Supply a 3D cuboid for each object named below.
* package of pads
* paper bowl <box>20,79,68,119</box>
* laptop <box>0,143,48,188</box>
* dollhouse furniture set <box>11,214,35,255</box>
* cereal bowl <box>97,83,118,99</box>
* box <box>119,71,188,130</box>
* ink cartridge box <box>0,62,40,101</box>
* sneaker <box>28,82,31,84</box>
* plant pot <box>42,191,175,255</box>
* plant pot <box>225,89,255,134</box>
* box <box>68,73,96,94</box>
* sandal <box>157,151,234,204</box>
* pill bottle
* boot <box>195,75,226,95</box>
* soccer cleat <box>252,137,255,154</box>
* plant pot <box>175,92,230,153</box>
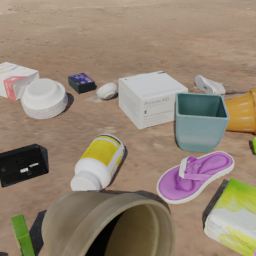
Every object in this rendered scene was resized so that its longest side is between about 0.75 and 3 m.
[{"bbox_3d":[3.222,2.362,6.766,2.293,0.782,1.772,21,38,30],"label":"package of pads"},{"bbox_3d":[-3.562,-1.348,11.811,1.885,0.980,1.885,-2,50,2],"label":"paper bowl"},{"bbox_3d":[-3.533,1.160,9.210,1.417,0.826,1.599,-17,63,-23],"label":"laptop"},{"bbox_3d":[-3.303,2.873,5.795,2.577,0.995,1.288,-17,37,-24],"label":"dollhouse furniture set"},{"bbox_3d":[-0.890,-1.602,12.582,0.983,0.983,0.409,-20,76,-28],"label":"cereal bowl"},{"bbox_3d":[0.969,-1.231,11.604,2.133,1.401,2.144,-14,36,-20],"label":"box"},{"bbox_3d":[-5.964,-2.409,13.787,2.879,0.972,1.677,18,37,25],"label":"ink cartridge box"},{"bbox_3d":[-4.169,-1.724,12.769,1.273,0.891,0.495,23,61,36],"label":"sneaker"},{"bbox_3d":[-0.644,2.327,5.729,2.486,2.486,2.157,-28,26,-36],"label":"plant pot"},{"bbox_3d":[4.363,-0.538,10.539,1.571,1.716,1.716,-9,31,17],"label":"plant pot"},{"bbox_3d":[-2.328,-2.243,13.974,0.918,0.513,1.301,-22,40,-25],"label":"box"},{"bbox_3d":[2.041,1.247,8.482,2.965,0.729,1.206,-23,40,-30],"label":"sandal"},{"bbox_3d":[-0.896,1.122,8.339,1.106,1.106,1.975,10,35,15],"label":"pill bottle"},{"bbox_3d":[4.020,-2.066,13.718,0.808,0.622,1.692,-6,41,-21],"label":"boot"},{"bbox_3d":[5.449,0.556,9.442,2.391,0.807,0.969,-3,42,1],"label":"soccer cleat"},{"bbox_3d":[2.381,-0.090,9.654,1.636,1.671,1.640,5,34,6],"label":"plant pot"}]
